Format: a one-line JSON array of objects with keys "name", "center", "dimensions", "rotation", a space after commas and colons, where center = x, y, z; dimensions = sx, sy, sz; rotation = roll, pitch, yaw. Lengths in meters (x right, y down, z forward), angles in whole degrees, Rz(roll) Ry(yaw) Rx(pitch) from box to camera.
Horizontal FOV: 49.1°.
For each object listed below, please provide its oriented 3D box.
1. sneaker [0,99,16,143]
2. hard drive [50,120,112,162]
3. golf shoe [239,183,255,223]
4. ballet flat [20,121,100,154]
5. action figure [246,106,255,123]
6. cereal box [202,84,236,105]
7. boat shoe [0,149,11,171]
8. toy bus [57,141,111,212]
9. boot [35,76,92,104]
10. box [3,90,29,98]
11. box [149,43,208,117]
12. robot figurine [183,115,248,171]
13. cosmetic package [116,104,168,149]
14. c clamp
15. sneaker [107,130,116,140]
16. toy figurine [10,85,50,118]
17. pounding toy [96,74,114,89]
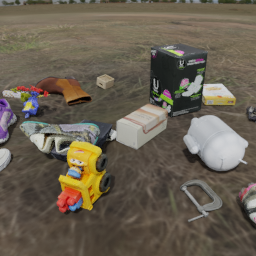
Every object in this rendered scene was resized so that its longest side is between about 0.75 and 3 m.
[{"name": "sneaker", "center": [-4.977, -0.301, 10.500], "dimensions": [1.044, 1.148, 2.597], "rotation": [-2, 30, -7]}, {"name": "hard drive", "center": [-1.512, 0.456, 9.569], "dimensions": [1.372, 0.431, 2.035], "rotation": [10, 37, 25]}, {"name": "golf shoe", "center": [4.184, 1.904, 6.741], "dimensions": [2.663, 0.967, 1.226], "rotation": [-8, 33, 3]}, {"name": "ballet flat", "center": [-2.298, 0.325, 8.846], "dimensions": [2.857, 1.028, 1.028], "rotation": [2, 28, 18]}, {"name": "action figure", "center": [5.313, -0.611, 11.676], "dimensions": [0.673, 0.578, 1.133], "rotation": [12, 27, -1]}, {"name": "cereal box", "center": [4.237, -1.673, 13.770], "dimensions": [1.433, 0.394, 1.992], "rotation": [-1, 29, -2]}, {"name": "boat shoe", "center": [-4.326, 1.071, 8.436], "dimensions": [0.706, 0.695, 1.990], "rotation": [11, 30, 19]}, {"name": "toy bus", "center": [-1.262, 1.347, 7.143], "dimensions": [1.065, 1.569, 1.506], "rotation": [13, 39, 25]}, {"name": "boot", "center": [-3.227, -1.677, 13.730], "dimensions": [2.272, 0.826, 2.413], "rotation": [-6, 36, -27]}, {"name": "box", "center": [-5.586, -1.677, 13.939], "dimensions": [1.286, 0.249, 0.266], "rotation": [6, 29, 11]}, {"name": "box", "center": [2.110, -2.159, 12.306], "dimensions": [1.644, 2.645, 1.964], "rotation": [-13, 31, -23]}, {"name": "robot figurine", "center": [2.756, 0.462, 8.903], "dimensions": [1.967, 1.310, 2.319], "rotation": [-8, 30, -12]}, {"name": "cosmetic package", "center": [0.548, -0.113, 10.438], "dimensions": [1.010, 0.853, 1.955], "rotation": [21, 35, 31]}, {"name": "c clamp", "center": [1.868, 1.860, 7.530], "dimensions": [1.172, 0.186, 1.372], "rotation": [-7, 30, -14]}, {"name": "sneaker", "center": [-0.922, 0.203, 10.353], "dimensions": [1.037, 0.388, 0.517], "rotation": [12, 31, 21]}, {"name": "toy figurine", "center": [-4.345, -1.019, 11.940], "dimensions": [2.012, 1.205, 1.061], "rotation": [0, -17, 40]}, {"name": "pounding toy", "center": [-1.260, -2.479, 15.198], "dimensions": [0.860, 0.611, 0.792], "rotation": [31, 41, 28]}]
